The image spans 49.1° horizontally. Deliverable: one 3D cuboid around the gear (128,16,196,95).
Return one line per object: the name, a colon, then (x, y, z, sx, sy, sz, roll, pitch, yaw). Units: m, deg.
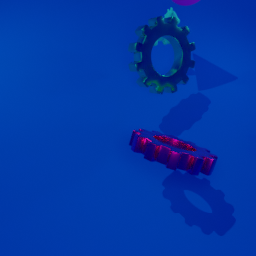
gear: (0.971, -1.966, 7.697, 2.036, 2.036, 0.377, -38, 27, -18)

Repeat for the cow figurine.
cow figurine: (1.084, -3.132, 8.710, 1.089, 0.598, 1.071, -11, 104, -15)

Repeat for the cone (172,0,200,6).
cone: (1.404, -4.450, 7.836, 1.515, 1.515, 1.521, -19, 45, -10)

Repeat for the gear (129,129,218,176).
gear: (0.994, 0.495, 6.260, 1.912, 1.912, 0.354, 18, 100, 10)
